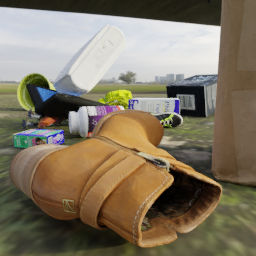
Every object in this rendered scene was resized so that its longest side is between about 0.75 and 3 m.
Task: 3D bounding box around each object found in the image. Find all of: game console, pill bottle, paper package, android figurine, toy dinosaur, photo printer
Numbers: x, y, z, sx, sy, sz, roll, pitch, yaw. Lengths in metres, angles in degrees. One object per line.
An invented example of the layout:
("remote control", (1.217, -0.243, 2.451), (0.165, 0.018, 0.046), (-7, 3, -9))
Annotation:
("game console", (-1.814, -0.988, 9.172), (2.346, 1.366, 2.064), (10, -24, -43))
("pill bottle", (-0.834, -0.175, 7.693), (1.501, 0.844, 0.844), (-3, 9, -18))
("paper package", (2.473, -0.682, 4.716), (1.426, 2.756, 2.627), (5, 9, 31))
("android figurine", (-0.608, -1.242, 13.498), (1.922, 0.434, 2.112), (-4, -18, -31))
("toy dinosaur", (-2.623, -0.198, 9.258), (1.665, 0.963, 1.835), (2, 32, -49))
("photo printer", (-1.348, -1.962, 8.916), (0.907, 2.173, 2.612), (40, -17, -20))

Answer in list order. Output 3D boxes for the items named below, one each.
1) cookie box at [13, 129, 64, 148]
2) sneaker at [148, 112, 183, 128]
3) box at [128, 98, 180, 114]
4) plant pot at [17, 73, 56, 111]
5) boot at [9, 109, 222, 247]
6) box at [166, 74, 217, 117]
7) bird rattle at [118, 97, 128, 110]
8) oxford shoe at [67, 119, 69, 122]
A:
("cookie box", (-2.075, 0.250, 6.560), (0.889, 0.334, 0.760), (2, 10, 15))
("sneaker", (1.002, -0.153, 9.237), (1.586, 0.569, 0.657), (1, 33, 12))
("box", (1.006, -0.635, 10.408), (1.796, 0.942, 1.652), (1, 8, 9))
("plant pot", (-4.972, -1.935, 16.449), (2.168, 2.168, 1.993), (2, -3, 15))
("boot", (0.180, 0.374, 3.416), (2.057, 1.016, 2.650), (8, 12, 43))
("box", (3.584, -1.667, 13.720), (2.092, 1.509, 2.819), (8, 23, 43))
("bird rattle", (0.243, -0.936, 13.250), (1.550, 0.873, 1.264), (0, -8, -22))
("oxford shoe", (-1.959, -0.677, 11.120), (0.354, 0.461, 1.225), (1, 40, 38))
